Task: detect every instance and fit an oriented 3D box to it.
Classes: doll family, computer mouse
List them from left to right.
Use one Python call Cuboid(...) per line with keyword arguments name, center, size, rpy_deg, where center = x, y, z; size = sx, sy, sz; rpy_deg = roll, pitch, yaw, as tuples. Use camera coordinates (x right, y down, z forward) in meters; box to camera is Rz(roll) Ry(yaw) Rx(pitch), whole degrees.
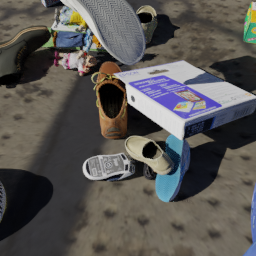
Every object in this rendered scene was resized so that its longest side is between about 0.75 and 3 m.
Cuboid(name="doll family", center=(-1.564, -3.165, 9.247), size=(1.670, 1.212, 2.690), rpy_deg=(2, 75, 2))
Cuboid(name="computer mouse", center=(-0.194, 0.933, 6.854), size=(1.817, 0.399, 0.997), rpy_deg=(-6, 54, -13))

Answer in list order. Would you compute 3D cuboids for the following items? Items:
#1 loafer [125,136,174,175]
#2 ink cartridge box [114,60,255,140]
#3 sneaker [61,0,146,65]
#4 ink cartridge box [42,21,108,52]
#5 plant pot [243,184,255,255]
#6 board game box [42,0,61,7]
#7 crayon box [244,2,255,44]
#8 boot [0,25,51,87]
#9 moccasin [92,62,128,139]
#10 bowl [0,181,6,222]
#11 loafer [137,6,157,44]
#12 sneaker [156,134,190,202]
Cuboid(name="loafer", center=(0.454, 0.511, 6.595), size=(0.588, 0.530, 1.553), rpy_deg=(-40, 41, -20))
Cuboid(name="ink cartridge box", center=(1.534, -0.970, 7.844), size=(2.888, 0.632, 2.915), rpy_deg=(-17, 41, -31))
Cuboid(name="sneaker", center=(-0.702, -2.747, 6.441), size=(1.021, 2.772, 1.602), rpy_deg=(-41, 31, 2))
Cuboid(name="ink cartridge box", center=(-1.989, -3.711, 10.562), size=(2.864, 0.849, 1.487), rpy_deg=(5, 49, 4))
Cuboid(name="plant pot", center=(3.568, 1.740, 4.581), size=(2.863, 2.863, 2.574), rpy_deg=(21, 58, 21))
Cuboid(name="board game box", center=(-3.666, -6.317, 13.031), size=(1.763, 0.544, 1.762), rpy_deg=(22, 52, 18))
Cuboid(name="crayon box", center=(6.044, -3.857, 10.683), size=(2.902, 0.846, 1.724), rpy_deg=(13, 50, 11))
Cuboid(name="boot", center=(-3.491, -2.376, 9.454), size=(2.375, 0.920, 1.643), rpy_deg=(-31, 59, -5))
Cuboid(name="moccasin", center=(-0.509, -1.026, 8.066), size=(1.027, 1.084, 2.807), rpy_deg=(1, 49, 1))
Cuboid(name="bowl", center=(-3.893, 1.546, 5.843), size=(2.301, 1.080, 2.301), rpy_deg=(0, 48, 0))
Cuboid(name="loafer", center=(0.706, -4.248, 11.038), size=(0.920, 0.830, 2.431), rpy_deg=(5, 49, 4))
Cuboid(name="sneaker", center=(1.138, 0.971, 6.621), size=(0.621, 0.656, 1.624), rpy_deg=(2, 65, 40))
